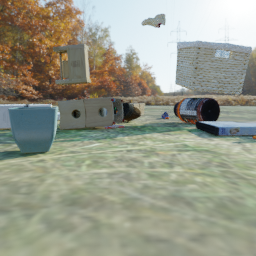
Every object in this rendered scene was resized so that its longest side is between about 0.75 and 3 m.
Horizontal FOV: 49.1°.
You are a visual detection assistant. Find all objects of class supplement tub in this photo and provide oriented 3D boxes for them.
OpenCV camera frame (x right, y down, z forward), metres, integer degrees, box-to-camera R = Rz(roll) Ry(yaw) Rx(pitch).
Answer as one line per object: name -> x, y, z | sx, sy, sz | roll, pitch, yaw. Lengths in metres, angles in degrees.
supplement tub -> 2.649, -0.698, 11.180 | 1.043, 1.043, 1.951 | -3, 6, -25

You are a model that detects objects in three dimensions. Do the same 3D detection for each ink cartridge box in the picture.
ink cartridge box -> -3.499, -0.411, 9.452 | 1.852, 0.780, 1.339 | -1, 6, -15

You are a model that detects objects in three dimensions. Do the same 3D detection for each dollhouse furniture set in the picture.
dollhouse furniture set -> -1.201, -1.331, 9.321 | 1.768, 2.523, 1.778 | -3, 5, 10

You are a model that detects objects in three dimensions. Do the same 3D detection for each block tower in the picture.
block tower -> 0.351, -1.090, 16.636 | 0.739, 0.791, 2.735 | 2, 8, 17

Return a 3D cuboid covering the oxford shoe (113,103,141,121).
oxford shoe -> -0.275, -0.614, 12.402 | 0.976, 0.840, 2.311 | 17, -3, -35

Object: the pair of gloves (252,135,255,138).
pair of gloves -> 3.466, 0.227, 6.429 | 0.918, 0.113, 0.818 | -1, 5, -14

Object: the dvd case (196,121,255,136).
dvd case -> 3.663, -0.017, 8.144 | 2.936, 0.258, 2.095 | 0, 6, -1

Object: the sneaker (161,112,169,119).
sneaker -> 1.894, -0.640, 14.074 | 0.327, 0.341, 0.869 | 0, 6, -9

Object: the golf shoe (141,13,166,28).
golf shoe -> 0.791, -3.251, 8.670 | 0.851, 0.389, 0.320 | -5, 13, 37

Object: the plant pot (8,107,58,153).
plant pot -> -1.643, 0.027, 4.987 | 0.772, 0.786, 0.770 | -1, 7, -12

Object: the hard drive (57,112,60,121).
hard drive -> -4.032, -0.579, 13.509 | 2.464, 0.329, 1.625 | 1, 6, 14

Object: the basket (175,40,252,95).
basket -> 3.155, -2.401, 10.994 | 2.226, 1.807, 2.246 | 4, 15, -10

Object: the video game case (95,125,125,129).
video game case -> -0.608, -0.046, 9.403 | 0.817, 0.071, 0.584 | -5, 7, -39
